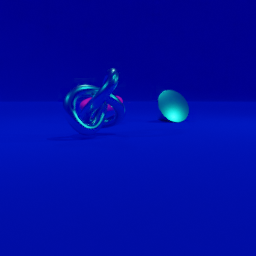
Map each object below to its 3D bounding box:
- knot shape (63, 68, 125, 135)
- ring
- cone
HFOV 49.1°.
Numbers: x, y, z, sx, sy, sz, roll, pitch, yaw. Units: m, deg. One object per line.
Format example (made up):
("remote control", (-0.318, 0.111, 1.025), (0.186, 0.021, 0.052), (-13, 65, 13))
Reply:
("knot shape", (-0.705, -0.447, 5.866), (0.722, 1.562, 1.462), (32, 41, 27))
("ring", (-0.890, -0.811, 9.373), (1.430, 0.286, 1.430), (-6, 20, 2))
("cone", (1.376, -0.552, 10.301), (1.237, 1.237, 1.241), (-3, -20, -24))
